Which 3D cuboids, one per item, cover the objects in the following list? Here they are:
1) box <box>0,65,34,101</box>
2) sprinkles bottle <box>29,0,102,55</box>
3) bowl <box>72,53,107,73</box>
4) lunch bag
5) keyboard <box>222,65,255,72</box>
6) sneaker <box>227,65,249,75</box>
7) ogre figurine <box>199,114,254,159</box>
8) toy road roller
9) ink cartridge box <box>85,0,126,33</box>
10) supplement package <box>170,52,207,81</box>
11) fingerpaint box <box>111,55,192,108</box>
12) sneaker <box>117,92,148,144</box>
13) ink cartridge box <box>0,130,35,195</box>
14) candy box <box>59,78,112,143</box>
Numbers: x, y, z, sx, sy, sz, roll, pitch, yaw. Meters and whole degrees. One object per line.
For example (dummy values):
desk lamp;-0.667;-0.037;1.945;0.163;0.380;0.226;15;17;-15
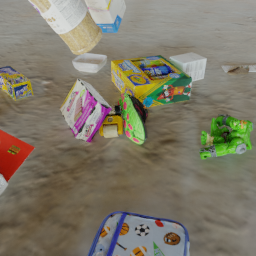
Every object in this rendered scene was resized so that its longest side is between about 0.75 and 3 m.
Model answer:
box;-3.941;-1.572;9.531;0.641;0.588;1.830;-24;39;-33
sprinkles bottle;-1.763;-3.051;6.412;1.012;2.965;1.012;-18;50;23
bowl;-1.499;-2.593;11.246;1.207;0.451;1.205;8;34;14
lunch bag;0.039;2.052;3.822;1.505;0.709;1.878;8;33;15
keyboard;4.756;-2.383;11.243;1.882;0.100;0.530;-1;33;-2
sneaker;4.258;-2.251;10.824;0.867;0.327;0.305;-6;33;-11
ogre figurine;2.405;0.176;6.705;0.994;0.814;1.659;0;13;34
toy road roller;-0.403;-0.138;7.429;0.571;0.679;0.929;-5;68;8
ink cartridge box;-0.775;-4.216;8.754;0.724;2.152;1.250;7;65;18
supplement package;2.169;-2.214;10.317;1.070;0.806;0.812;-17;37;-24
fingerpaint box;0.687;-1.641;9.389;1.948;0.857;2.335;-11;34;-16
sneaker;0.254;-0.324;7.467;0.758;0.694;1.810;8;41;-23
ink cartridge box;-3.188;0.581;5.389;2.080;0.453;1.805;24;61;12
candy box;-1.169;-0.501;7.367;0.486;1.086;1.592;24;15;-37
